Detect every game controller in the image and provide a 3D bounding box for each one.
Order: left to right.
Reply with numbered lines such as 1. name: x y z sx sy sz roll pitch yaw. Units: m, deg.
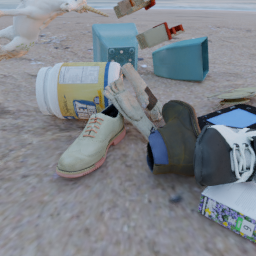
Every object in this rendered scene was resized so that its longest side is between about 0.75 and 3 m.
1. game controller: 2.985 -0.142 7.818 2.715 0.572 1.417 -16 42 -32

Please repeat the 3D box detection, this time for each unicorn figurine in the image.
1. unicorn figurine: -1.794 -1.969 5.062 2.375 0.877 1.631 -16 -3 44

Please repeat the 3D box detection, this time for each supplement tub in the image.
1. supplement tub: -1.395 -1.137 8.594 2.378 1.720 1.720 0 28 5

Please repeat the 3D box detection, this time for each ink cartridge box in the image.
1. ink cartridge box: 2.405 1.511 4.902 2.025 0.510 1.104 23 33 35

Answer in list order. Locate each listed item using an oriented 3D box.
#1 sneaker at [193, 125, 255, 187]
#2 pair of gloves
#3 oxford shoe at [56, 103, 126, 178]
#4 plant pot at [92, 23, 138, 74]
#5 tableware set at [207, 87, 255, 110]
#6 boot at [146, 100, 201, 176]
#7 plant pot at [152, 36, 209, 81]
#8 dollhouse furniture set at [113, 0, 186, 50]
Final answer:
1. sneaker: 2.304 0.469 5.252 1.327 1.111 2.998 1 4 41
2. pair of gloves: 0.264 -0.782 8.153 0.410 1.991 2.341 -32 17 29
3. oxford shoe: -0.886 0.186 6.867 0.969 1.010 2.737 10 29 18
4. plant pot: -0.465 -3.459 12.797 2.089 2.083 2.128 -6 35 -10
5. tableware set: 3.881 -1.038 9.668 1.568 0.476 2.373 2 15 41
6. boot: 0.984 0.101 6.944 1.451 1.119 2.994 -3 30 -11
7. plant pot: 2.321 -3.030 12.500 2.259 1.596 1.596 2 26 26
8. dollhouse furniture set: 0.536 -3.475 7.658 1.220 2.343 2.368 -28 18 -10
